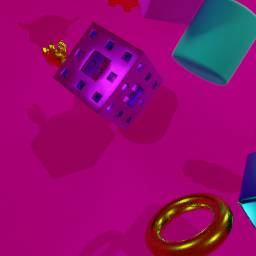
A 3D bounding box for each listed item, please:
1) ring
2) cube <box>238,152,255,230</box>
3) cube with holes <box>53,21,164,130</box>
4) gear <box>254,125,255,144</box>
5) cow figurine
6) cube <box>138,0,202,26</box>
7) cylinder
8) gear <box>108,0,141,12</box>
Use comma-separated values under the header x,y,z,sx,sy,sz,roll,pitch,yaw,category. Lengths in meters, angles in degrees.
x,y,z,sx,sy,sz,roll,pitch,yaw,category
0.908,1.480,4.302,1.416,1.416,0.283,-29,102,-8,ring
2.655,1.055,4.225,1.309,1.309,1.309,55,38,-10,cube
-0.364,-1.040,5.958,1.398,1.398,1.398,38,93,26,cube with holes
3.575,0.138,5.949,1.610,1.610,0.298,13,37,4,gear
-1.542,-1.512,6.431,0.511,0.931,0.916,-32,112,-34,cow figurine
0.784,-2.621,5.098,0.960,0.960,0.960,3,56,-19,cube
1.921,-1.878,6.201,1.396,1.396,1.396,32,97,9,cylinder
0.072,-3.507,6.525,1.710,1.710,0.316,3,64,1,gear
